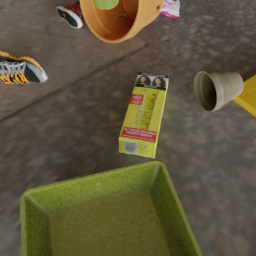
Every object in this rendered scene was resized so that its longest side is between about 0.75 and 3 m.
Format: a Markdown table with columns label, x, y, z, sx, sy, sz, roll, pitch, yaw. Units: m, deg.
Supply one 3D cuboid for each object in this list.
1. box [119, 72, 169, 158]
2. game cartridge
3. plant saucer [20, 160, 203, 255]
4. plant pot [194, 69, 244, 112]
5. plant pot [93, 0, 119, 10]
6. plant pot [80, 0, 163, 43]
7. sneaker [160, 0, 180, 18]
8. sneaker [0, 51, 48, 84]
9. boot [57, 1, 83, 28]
| label | x | y | z | sx | sy | sz | roll | pitch | yaw |
| --- | --- | --- | --- | --- | --- | --- | --- | --- | --- |
| box | 0.455 | -0.432 | 7.287 | 0.931 | 0.620 | 2.474 | 10 | 51 | 8 |
| game cartridge | 4.096 | -0.899 | 7.923 | 1.890 | 0.307 | 1.666 | -30 | 56 | -19 |
| plant saucer | -0.311 | 2.220 | 5.040 | 2.942 | 0.704 | 2.937 | -11 | 51 | -10 |
| plant pot | 2.474 | -1.086 | 7.490 | 0.983 | 1.133 | 1.133 | -16 | 52 | -12 |
| plant pot | -0.667 | -3.919 | 7.635 | 1.214 | 1.153 | 1.214 | -1 | 67 | 2 |
| plant pot | -0.054 | -4.414 | 9.477 | 2.699 | 2.699 | 1.889 | 36 | 43 | 26 |
| sneaker | 1.264 | -4.634 | 10.471 | 1.508 | 0.665 | 0.613 | 9 | 12 | -18 |
| sneaker | -3.304 | -1.629 | 8.248 | 2.092 | 0.819 | 0.808 | 15 | 60 | 20 |
| boot | -1.855 | -4.361 | 10.619 | 1.122 | 0.563 | 1.555 | -28 | 52 | -23 |
